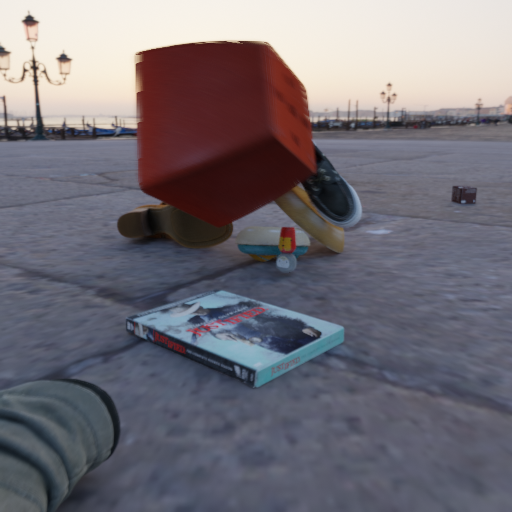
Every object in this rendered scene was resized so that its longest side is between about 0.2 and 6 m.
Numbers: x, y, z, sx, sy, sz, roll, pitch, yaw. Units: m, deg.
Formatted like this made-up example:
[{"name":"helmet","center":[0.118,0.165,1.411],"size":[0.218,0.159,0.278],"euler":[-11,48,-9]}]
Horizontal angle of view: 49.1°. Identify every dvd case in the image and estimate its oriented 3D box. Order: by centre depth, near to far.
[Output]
[{"name":"dvd case","center":[-0.235,0.734,5.562],"size":[1.795,0.198,1.311],"euler":[12,18,41]}]

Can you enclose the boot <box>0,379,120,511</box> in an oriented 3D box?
[{"name":"boot","center":[-2.449,1.174,2.600],"size":[3.286,1.113,2.147],"euler":[6,8,-3]}]

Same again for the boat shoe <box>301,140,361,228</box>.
[{"name":"boat shoe","center":[0.912,-1.206,8.513],"size":[0.642,1.871,0.530],"euler":[-38,-26,13]}]

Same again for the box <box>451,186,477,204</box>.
[{"name":"box","center":[5.175,-1.520,13.949],"size":[0.405,0.401,0.488],"euler":[-3,15,-11]}]

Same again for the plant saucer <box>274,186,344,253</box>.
[{"name":"plant saucer","center":[0.882,-0.704,9.067],"size":[1.621,0.287,1.621],"euler":[36,17,-13]}]

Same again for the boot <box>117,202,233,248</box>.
[{"name":"boot","center":[-1.250,-0.617,10.012],"size":[2.076,0.796,1.612],"euler":[-4,10,14]}]

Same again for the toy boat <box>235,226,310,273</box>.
[{"name":"toy boat","center":[0.294,-0.110,8.183],"size":[1.137,0.628,1.352],"euler":[1,3,-13]}]

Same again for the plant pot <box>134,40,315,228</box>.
[{"name":"plant pot","center":[-0.292,-1.729,7.652],"size":[1.785,2.023,2.025],"euler":[-11,-16,24]}]
